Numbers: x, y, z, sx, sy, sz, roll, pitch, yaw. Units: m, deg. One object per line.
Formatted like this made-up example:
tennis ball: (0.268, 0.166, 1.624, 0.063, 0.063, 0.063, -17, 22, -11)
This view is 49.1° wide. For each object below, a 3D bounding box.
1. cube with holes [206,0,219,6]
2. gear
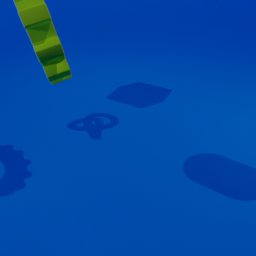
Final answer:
cube with holes: (2.278, -4.102, 6.776, 1.267, 1.267, 1.267, -36, -5, 1)
gear: (-1.290, -1.517, 3.990, 0.326, 1.764, 1.764, -22, 35, -9)
